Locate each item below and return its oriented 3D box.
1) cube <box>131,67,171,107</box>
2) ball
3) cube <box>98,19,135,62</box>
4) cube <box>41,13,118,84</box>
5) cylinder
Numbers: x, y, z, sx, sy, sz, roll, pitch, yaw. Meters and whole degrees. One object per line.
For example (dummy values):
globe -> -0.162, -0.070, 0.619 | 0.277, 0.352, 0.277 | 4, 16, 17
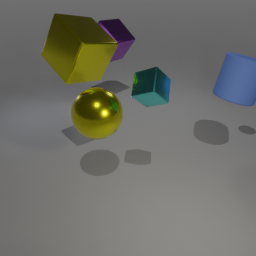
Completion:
cube -> 0.592, -1.018, 7.093 | 0.700, 0.700, 0.700 | -7, 65, 38
ball -> -0.827, -0.390, 7.551 | 1.400, 1.400, 1.400 | 0, 30, 0
cube -> -0.800, -4.190, 13.467 | 1.400, 1.400, 1.400 | -28, 77, -44
cube -> -1.437, -2.311, 8.246 | 1.400, 1.400, 1.400 | -18, 59, -47
cylinder -> 3.686, -1.612, 9.172 | 1.400, 1.400, 1.400 | 12, 23, -5
